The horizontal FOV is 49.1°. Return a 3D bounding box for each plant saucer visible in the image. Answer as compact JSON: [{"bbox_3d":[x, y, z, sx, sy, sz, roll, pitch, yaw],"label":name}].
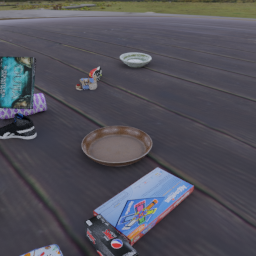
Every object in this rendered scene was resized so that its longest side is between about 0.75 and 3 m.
[{"bbox_3d":[-0.390,0.660,10.045,2.499,0.401,2.499,0,27,0],"label":"plant saucer"},{"bbox_3d":[0.537,-4.801,20.009,2.263,0.568,2.263,2,32,-1],"label":"plant saucer"}]

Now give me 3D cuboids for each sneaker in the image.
[{"bbox_3d":[-2.075,-3.286,17.396,0.732,0.664,1.725,-13,22,11],"label":"sneaker"},{"bbox_3d":[-4.479,-0.132,10.885,1.767,0.989,0.646,2,28,3],"label":"sneaker"}]

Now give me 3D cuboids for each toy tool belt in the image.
[{"bbox_3d":[-2.341,-2.587,15.747,1.217,0.748,0.760,-4,28,-7],"label":"toy tool belt"}]

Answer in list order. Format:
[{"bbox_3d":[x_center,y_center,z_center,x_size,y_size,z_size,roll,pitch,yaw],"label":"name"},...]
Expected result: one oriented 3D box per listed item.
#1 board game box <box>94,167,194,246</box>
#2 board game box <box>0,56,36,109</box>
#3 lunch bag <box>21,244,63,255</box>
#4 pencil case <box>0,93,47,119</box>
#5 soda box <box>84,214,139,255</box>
[{"bbox_3d":[0.506,1.992,7.687,1.361,0.257,2.643,23,36,39],"label":"board game box"},{"bbox_3d":[-4.327,-1.754,10.882,1.368,2.022,0.285,1,-4,2],"label":"board game box"},{"bbox_3d":[-1.829,2.943,5.766,1.074,0.406,0.861,-14,33,-27],"label":"lunch bag"},{"bbox_3d":[-4.806,-0.999,12.661,2.185,0.917,0.934,-12,16,-25],"label":"pencil case"},{"bbox_3d":[-0.409,2.601,6.260,0.466,0.520,1.471,-18,32,-34],"label":"soda box"}]
